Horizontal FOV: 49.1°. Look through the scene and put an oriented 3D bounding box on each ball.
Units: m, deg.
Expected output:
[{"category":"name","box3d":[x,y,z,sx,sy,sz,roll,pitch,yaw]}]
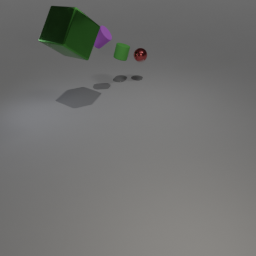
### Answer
[{"category":"ball","box3d":[0.638,-3.738,14.341,0.700,0.700,0.700,0,33,0]}]

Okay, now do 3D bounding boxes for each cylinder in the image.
[{"category":"cylinder","box3d":[-0.314,-3.812,14.001,0.700,0.700,0.700,13,27,-7]},{"category":"cylinder","box3d":[-1.176,-3.901,12.043,0.700,0.700,0.700,-28,20,30]}]

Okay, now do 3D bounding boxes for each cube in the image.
[{"category":"cube","box3d":[-2.163,-3.523,10.448,1.400,1.400,1.400,20,0,34]}]
